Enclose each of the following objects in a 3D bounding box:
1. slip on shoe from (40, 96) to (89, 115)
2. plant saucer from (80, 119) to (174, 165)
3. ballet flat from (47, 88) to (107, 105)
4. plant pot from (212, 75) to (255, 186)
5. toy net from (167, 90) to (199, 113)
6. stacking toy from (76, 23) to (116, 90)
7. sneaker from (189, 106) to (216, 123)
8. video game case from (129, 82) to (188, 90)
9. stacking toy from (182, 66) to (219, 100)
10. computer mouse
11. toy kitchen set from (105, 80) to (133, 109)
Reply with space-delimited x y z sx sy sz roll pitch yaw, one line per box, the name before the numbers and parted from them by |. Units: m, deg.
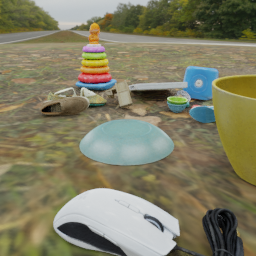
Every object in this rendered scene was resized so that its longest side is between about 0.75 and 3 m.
slip on shoe | -2.142 -0.721 9.458 1.652 0.628 0.500 -3 17 0
plant saucer | -0.029 0.199 7.271 2.461 0.474 2.461 1 20 0
ballet flat | -1.877 -1.145 10.438 2.214 0.783 0.783 -6 21 -16
plant pot | 2.927 0.088 5.551 2.624 1.863 2.624 0 21 0
toy net | 2.155 -1.081 10.644 1.296 0.477 2.471 3 21 8
stacking toy | -1.568 -3.340 13.113 1.623 2.957 1.716 9 22 22
sneaker | 2.634 -0.463 9.051 1.409 0.539 0.569 2 10 -10
video game case | 1.141 -1.743 11.836 1.960 0.247 2.737 -3 8 -6
stacking toy | 3.350 -1.922 12.187 1.367 1.293 2.355 13 13 25
computer mouse | 0.163 1.367 3.926 2.800 0.614 1.535 8 23 21
toy kitchen set | -0.311 -1.069 10.786 0.917 1.014 1.124 -16 -20 6
